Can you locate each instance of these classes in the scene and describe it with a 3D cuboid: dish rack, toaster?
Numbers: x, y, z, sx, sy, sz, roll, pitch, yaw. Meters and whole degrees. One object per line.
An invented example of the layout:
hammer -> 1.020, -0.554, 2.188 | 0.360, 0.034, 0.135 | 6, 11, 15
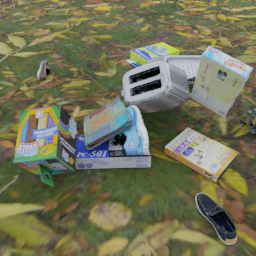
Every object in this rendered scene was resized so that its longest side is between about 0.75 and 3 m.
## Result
dish rack -> 2.970, -2.564, 12.666 | 2.674, 0.582, 2.295 | 2, 40, 2
toaster -> 0.985, -1.398, 9.623 | 2.472, 1.405, 1.597 | -11, -11, 33

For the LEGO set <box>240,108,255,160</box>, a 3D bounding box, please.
LEGO set -> 4.543, 0.191, 9.436 | 1.622, 0.708, 2.498 | 17, 55, 23

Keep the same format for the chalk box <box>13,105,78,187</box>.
chalk box -> -2.232, 0.584, 7.746 | 1.241, 1.250, 2.003 | -6, 63, 12

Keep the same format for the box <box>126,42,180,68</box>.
box -> 1.225, -3.598, 13.954 | 2.318, 0.552, 1.413 | -22, 43, -26

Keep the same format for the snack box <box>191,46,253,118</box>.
snack box -> 2.820, -1.356, 8.823 | 1.398, 2.406, 0.446 | 34, 72, 17

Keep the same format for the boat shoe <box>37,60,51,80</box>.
boat shoe -> -3.812, -2.646, 12.919 | 0.462, 0.461, 1.277 | 4, 49, -2

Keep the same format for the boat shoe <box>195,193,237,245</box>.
boat shoe -> 2.211, 2.161, 7.013 | 0.557, 0.465, 1.492 | -14, 40, -13

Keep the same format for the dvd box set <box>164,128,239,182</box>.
dvd box set -> 2.302, 0.773, 8.841 | 1.885, 0.277, 1.379 | 29, 47, 31

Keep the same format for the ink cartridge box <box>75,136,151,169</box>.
ink cartridge box -> -0.459, 0.719, 8.729 | 2.268, 0.501, 1.066 | -1, 38, -1

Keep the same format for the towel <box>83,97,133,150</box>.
towel -> -0.739, -0.220, 8.875 | 1.573, 0.233, 2.145 | -30, 28, 4

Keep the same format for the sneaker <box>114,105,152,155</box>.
sneaker -> 0.014, 0.037, 8.525 | 0.987, 0.860, 2.195 | -13, 33, -2
